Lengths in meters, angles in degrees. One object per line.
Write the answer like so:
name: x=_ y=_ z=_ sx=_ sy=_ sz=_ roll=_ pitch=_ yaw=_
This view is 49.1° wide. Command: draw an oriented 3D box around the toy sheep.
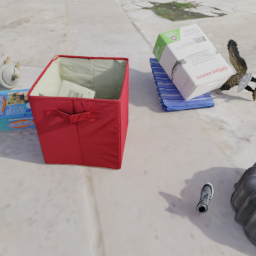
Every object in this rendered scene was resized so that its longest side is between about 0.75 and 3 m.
toy sheep: x=-4.833 y=-2.074 z=10.912 sx=1.916 sy=1.321 sz=1.321 roll=7 pitch=35 yaw=39

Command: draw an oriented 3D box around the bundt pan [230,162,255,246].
bundt pan: x=3.949 y=1.666 z=6.407 sx=2.897 sy=1.087 sz=2.897 roll=0 pitch=38 yaw=0

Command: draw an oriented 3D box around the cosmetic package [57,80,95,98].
cosmetic package: x=-1.450 y=-0.621 z=7.586 sx=0.884 sy=1.681 sz=0.597 roll=19 pitch=76 yaw=-7

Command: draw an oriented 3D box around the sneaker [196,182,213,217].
sneaker: x=1.802 y=1.687 z=6.552 sx=0.296 sy=0.784 sz=0.446 roll=16 pitch=8 yaw=15

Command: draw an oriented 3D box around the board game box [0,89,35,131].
board game box: x=-3.615 y=-0.714 z=9.775 sx=2.276 sy=0.512 sz=1.731 roll=-6 pitch=42 yaw=-8

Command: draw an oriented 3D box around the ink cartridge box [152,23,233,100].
ink cartridge box: x=2.330 y=-2.453 z=10.319 sx=1.791 sy=1.034 sz=2.461 roll=-22 pitch=70 yaw=-21

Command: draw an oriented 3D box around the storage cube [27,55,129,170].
storage cube: x=-1.187 y=-0.478 z=8.037 sx=2.274 sy=2.391 sz=2.660 roll=3 pitch=40 yaw=4

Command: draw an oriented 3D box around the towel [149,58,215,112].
towel: x=2.012 y=-1.796 z=10.757 sx=1.998 sy=0.329 sz=2.759 roll=-6 pitch=56 yaw=-8

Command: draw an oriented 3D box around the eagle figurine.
eagle figurine: x=4.171 y=-2.095 z=10.823 sx=1.777 sy=1.767 sz=2.342 roll=-40 pitch=62 yaw=-13
